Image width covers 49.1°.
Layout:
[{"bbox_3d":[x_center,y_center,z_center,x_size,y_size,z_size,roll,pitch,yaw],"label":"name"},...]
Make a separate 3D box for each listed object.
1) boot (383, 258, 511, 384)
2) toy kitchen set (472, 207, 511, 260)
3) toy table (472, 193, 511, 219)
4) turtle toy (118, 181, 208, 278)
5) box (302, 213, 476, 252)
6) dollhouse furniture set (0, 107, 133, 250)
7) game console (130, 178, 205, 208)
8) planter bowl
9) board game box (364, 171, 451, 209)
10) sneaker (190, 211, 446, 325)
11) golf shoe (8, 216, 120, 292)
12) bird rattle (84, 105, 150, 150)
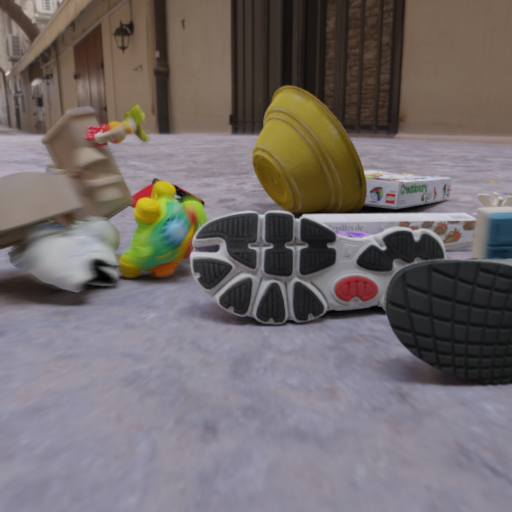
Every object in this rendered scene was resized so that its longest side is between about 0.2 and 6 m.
[{"bbox_3d":[2.739,0.510,6.361,3.387,1.147,2.212,5,9,-10],"label":"boot"},{"bbox_3d":[4.157,0.053,7.449,1.959,1.154,1.569,-3,18,-3],"label":"toy kitchen set"},{"bbox_3d":[5.516,-1.124,12.895,0.943,0.553,0.867,2,16,2],"label":"toy table"},{"bbox_3d":[-1.358,-0.390,8.769,0.937,1.350,1.853,24,31,1],"label":"turtle toy"},{"bbox_3d":[2.405,-0.422,10.212,3.126,0.605,0.648,-1,15,-4],"label":"box"},{"bbox_3d":[-3.916,-0.918,8.416,3.027,1.733,3.550,-23,2,45],"label":"dollhouse furniture set"},{"bbox_3d":[-2.396,-1.405,14.652,1.446,0.996,1.678,27,0,-32],"label":"game console"},{"bbox_3d":[0.882,-2.031,12.838,1.389,3.335,3.335,-36,27,-14],"label":"planter bowl"},{"bbox_3d":[3.238,-1.766,14.401,2.404,0.659,3.809,11,14,34],"label":"board game box"},{"bbox_3d":[0.779,0.199,7.457,3.390,1.367,1.414,5,-1,-15],"label":"sneaker"},{"bbox_3d":[-2.523,0.089,8.399,1.218,0.981,2.506,37,12,5],"label":"golf shoe"},{"bbox_3d":[-2.194,-1.943,8.643,1.022,0.575,0.833,-10,20,1],"label":"bird rattle"}]
